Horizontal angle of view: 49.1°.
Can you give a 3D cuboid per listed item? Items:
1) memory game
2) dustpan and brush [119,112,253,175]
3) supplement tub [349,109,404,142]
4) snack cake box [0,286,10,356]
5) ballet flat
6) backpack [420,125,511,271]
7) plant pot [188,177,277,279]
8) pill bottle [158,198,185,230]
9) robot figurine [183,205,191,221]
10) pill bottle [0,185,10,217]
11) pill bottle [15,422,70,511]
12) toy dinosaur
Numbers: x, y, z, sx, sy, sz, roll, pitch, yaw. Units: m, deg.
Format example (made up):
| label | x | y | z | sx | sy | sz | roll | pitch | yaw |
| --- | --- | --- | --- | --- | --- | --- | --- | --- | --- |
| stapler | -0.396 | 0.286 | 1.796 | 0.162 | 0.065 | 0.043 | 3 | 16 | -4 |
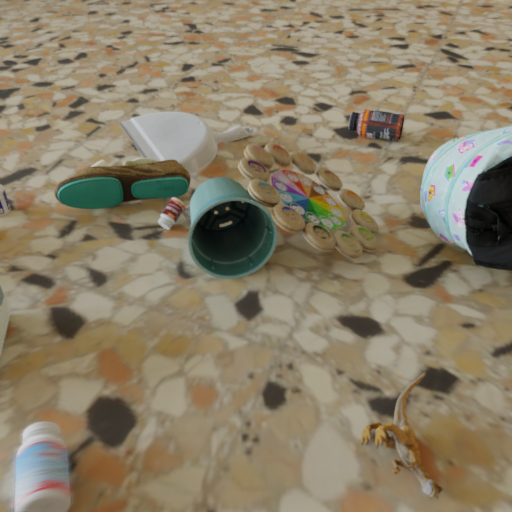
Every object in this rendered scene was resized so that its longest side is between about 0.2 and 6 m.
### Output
| label | x | y | z | sx | sy | sz | roll | pitch | yaw |
| --- | --- | --- | --- | --- | --- | --- | --- | --- | --- |
| memory game | 1.035 | -1.104 | 10.394 | 3.077 | 0.196 | 3.077 | 24 | 34 | -17 |
| dustpan and brush | -1.393 | -2.798 | 13.391 | 3.082 | 0.882 | 2.151 | -25 | 56 | -20 |
| supplement tub | 2.989 | -3.271 | 13.949 | 1.295 | 0.693 | 0.693 | 13 | 40 | 14 |
| snack cake box | -5.114 | 1.181 | 8.099 | 2.621 | 0.881 | 1.507 | -6 | 40 | -9 |
| ballet flat | -2.744 | -1.602 | 11.558 | 2.726 | 0.924 | 0.986 | -10 | 49 | -15 |
| backpack | 4.758 | -1.067 | 9.806 | 3.501 | 2.922 | 2.216 | -12 | 19 | -10 |
| plant pot | -0.539 | -0.630 | 10.045 | 1.535 | 1.535 | 1.503 | -8 | 31 | -10 |
| pill bottle | -1.659 | -0.822 | 10.956 | 0.329 | 0.329 | 0.576 | 22 | 72 | 26 |
| robot figurine | -1.214 | -0.821 | 11.119 | 0.553 | 0.312 | 0.469 | 24 | 5 | 27 |
| pill bottle | -5.260 | -1.199 | 11.251 | 0.446 | 0.746 | 0.446 | 0 | 38 | 0 |
| pill bottle | -2.527 | 2.530 | 6.624 | 0.579 | 0.579 | 1.065 | -11 | 40 | -14 |
| toy dinosaur | 1.852 | 2.273 | 7.156 | 0.924 | 0.525 | 1.739 | 15 | 43 | -16 |
